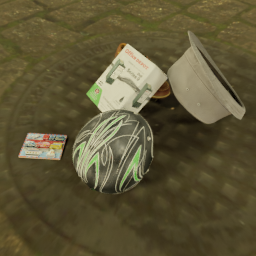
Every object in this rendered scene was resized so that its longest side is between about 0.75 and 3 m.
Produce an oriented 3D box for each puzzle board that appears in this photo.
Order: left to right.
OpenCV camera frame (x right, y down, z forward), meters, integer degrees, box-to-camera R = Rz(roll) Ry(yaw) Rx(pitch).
[{"bbox_3d":[-2.235,0.464,7.391,1.082,0.094,0.815,3,47,3],"label":"puzzle board"}]

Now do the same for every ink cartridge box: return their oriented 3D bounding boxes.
[{"bbox_3d":[-0.054,-1.178,7.782,1.867,0.785,1.363,-50,54,9],"label":"ink cartridge box"}]

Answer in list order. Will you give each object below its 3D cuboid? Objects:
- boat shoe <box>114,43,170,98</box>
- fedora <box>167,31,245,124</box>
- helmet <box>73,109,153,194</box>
[{"bbox_3d":[0.384,-1.863,8.982,0.916,0.859,2.544,-25,53,-28],"label":"boat shoe"},{"bbox_3d":[1.967,-1.168,7.647,2.684,1.212,2.374,53,25,-4],"label":"fedora"},{"bbox_3d":[-0.324,0.499,6.093,1.797,1.713,1.797,-3,56,5],"label":"helmet"}]
